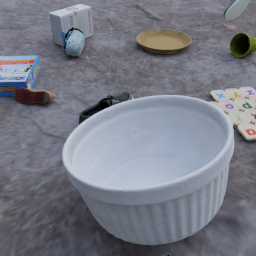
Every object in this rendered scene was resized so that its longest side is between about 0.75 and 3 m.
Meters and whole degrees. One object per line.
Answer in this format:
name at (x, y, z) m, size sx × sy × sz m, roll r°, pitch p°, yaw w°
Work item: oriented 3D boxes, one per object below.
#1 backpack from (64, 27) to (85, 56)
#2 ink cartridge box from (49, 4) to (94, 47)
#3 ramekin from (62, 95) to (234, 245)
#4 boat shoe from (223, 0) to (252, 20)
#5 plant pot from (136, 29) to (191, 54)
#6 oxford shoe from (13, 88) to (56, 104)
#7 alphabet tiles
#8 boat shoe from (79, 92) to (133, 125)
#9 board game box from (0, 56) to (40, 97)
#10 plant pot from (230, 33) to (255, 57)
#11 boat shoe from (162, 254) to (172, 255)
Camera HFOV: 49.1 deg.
backpack at (-1.980, -3.133, 10.417) m, size 0.664 × 0.876 × 1.050 m, roll 8°, pitch 45°, yaw 4°
ink cartridge box at (-2.242, -4.200, 11.403) m, size 0.710 × 1.212 × 1.677 m, roll 28°, pitch 46°, yaw 31°
ramekin at (0.380, 0.638, 4.785) m, size 2.688 × 1.411 × 2.688 m, roll -10°, pitch 30°, yaw 5°
boat shoe at (2.976, -3.432, 7.568) m, size 1.294 × 0.471 × 0.400 m, roll -46°, pitch 52°, yaw -4°
plant pot at (1.416, -3.448, 11.208) m, size 2.174 × 0.299 × 2.174 m, roll 0°, pitch 39°, yaw 0°
oxford shoe at (-2.675, -0.903, 8.006) m, size 1.262 × 0.444 × 0.472 m, roll 10°, pitch 13°, yaw 15°
alphabet tiles at (3.250, -0.447, 7.525) m, size 2.291 × 0.167 × 2.241 m, roll -7°, pitch 38°, yaw -9°
boat shoe at (-0.502, -0.509, 7.281) m, size 0.678 × 0.559 × 1.976 m, roll 24°, pitch 45°, yaw 28°
board game box at (-3.846, -1.654, 8.769) m, size 1.814 × 0.507 × 1.777 m, roll -2°, pitch 38°, yaw -2°
plant pot at (4.409, -3.085, 10.418) m, size 0.821 × 0.853 × 0.853 m, roll -11°, pitch 38°, yaw -32°
boat shoe at (0.892, 2.432, 3.366) m, size 0.642 × 0.823 × 1.813 m, roll -26°, pitch 45°, yaw -29°
